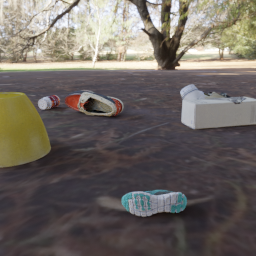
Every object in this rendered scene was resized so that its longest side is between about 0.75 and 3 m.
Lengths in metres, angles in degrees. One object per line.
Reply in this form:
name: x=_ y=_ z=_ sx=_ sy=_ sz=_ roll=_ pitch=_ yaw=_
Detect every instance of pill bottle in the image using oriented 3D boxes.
pill bottle: x=-3.991 y=-1.292 z=14.185 sx=0.626 sy=0.626 sz=1.097 roll=5 pitch=16 yaw=19

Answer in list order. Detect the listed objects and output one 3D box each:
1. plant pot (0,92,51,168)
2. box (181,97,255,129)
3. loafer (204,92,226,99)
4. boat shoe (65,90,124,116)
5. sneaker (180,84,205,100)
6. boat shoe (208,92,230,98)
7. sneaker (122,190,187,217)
plant pot: x=-3.379 y=-0.100 z=7.686 sx=2.313 sy=1.642 sz=2.313 roll=-1 pitch=15 yaw=0
box: x=3.639 y=-0.631 z=10.991 sx=2.858 sy=0.977 sz=1.174 roll=-4 pitch=15 yaw=-15
loafer: x=4.650 y=-1.538 z=14.887 sx=2.160 sy=0.738 sz=0.817 roll=6 pitch=16 yaw=20
boat shoe: x=-1.705 y=-1.079 z=12.753 sx=2.984 sy=1.062 sz=0.934 roll=11 pitch=20 yaw=22
sneaker: x=3.185 y=-1.194 z=13.310 sx=1.052 sy=1.020 sz=2.880 roll=-29 pitch=-16 yaw=22
boat shoe: x=5.446 y=-1.745 z=16.031 sx=1.733 sy=0.586 sz=0.622 roll=9 pitch=16 yaw=27
sneaker: x=0.446 y=1.304 z=5.006 sx=1.125 sy=0.437 sz=0.513 roll=3 pitch=-1 yaw=-3
